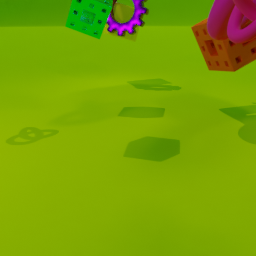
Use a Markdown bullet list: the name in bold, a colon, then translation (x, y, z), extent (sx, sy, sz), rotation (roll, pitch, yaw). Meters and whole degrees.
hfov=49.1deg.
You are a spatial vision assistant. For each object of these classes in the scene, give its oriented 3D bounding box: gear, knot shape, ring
- **gear**: translation (-0.155, -4.031, 9.561), extent (1.698, 1.698, 0.314), rotation (8, 16, 18)
- **knot shape**: translation (1.573, -1.541, 3.279), extent (0.503, 1.019, 1.089), rotation (-27, 29, -21)
- **ring**: translation (2.219, -2.511, 5.085), extent (0.409, 2.046, 2.046), rotation (44, 38, 15)

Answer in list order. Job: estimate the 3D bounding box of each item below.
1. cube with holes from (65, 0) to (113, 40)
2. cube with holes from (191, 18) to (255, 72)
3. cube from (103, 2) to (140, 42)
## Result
- **cube with holes**: translation (-0.915, -2.846, 6.695), extent (0.862, 0.862, 0.862), rotation (16, 45, -16)
- **cube with holes**: translation (2.566, -2.249, 6.857), extent (1.250, 1.250, 1.250), rotation (-30, 17, -4)
- **cube**: translation (-0.275, -4.042, 10.650), extent (1.136, 1.136, 1.136), rotation (5, 20, -29)
